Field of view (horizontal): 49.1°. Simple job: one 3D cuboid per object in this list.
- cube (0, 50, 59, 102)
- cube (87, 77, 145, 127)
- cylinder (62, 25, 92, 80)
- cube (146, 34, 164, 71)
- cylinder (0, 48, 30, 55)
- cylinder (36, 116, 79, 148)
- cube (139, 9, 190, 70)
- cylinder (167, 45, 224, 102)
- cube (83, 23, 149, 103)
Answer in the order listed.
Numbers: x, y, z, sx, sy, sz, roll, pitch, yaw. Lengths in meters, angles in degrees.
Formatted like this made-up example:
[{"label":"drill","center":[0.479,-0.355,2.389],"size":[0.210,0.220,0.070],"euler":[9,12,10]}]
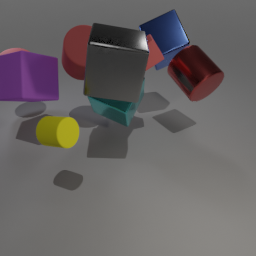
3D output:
[{"label":"cube","center":[-3.221,-1.578,8.986],"size":[1.400,1.400,1.400],"euler":[1,4,34]},{"label":"cube","center":[-0.352,-1.104,9.477],"size":[1.400,1.400,1.400],"euler":[24,75,9]},{"label":"cylinder","center":[-1.471,-2.458,9.324],"size":[1.400,1.400,1.400],"euler":[-11,-5,-17]},{"label":"cube","center":[0.597,-2.315,8.601],"size":[0.700,0.700,0.700],"euler":[-31,29,15]},{"label":"cylinder","center":[-4.272,-2.138,10.977],"size":[1.400,1.400,1.400],"euler":[4,55,-5]},{"label":"cylinder","center":[-1.602,0.089,6.404],"size":[0.700,0.700,0.700],"euler":[3,29,32]},{"label":"cube","center":[1.382,-3.230,10.486],"size":[1.400,1.400,1.400],"euler":[-23,-10,8]},{"label":"cylinder","center":[2.306,-1.865,9.638],"size":[1.400,1.400,1.400],"euler":[-20,63,-29]},{"label":"cube","center":[-0.323,-1.663,7.125],"size":[1.400,1.400,1.400],"euler":[7,37,-7]}]
